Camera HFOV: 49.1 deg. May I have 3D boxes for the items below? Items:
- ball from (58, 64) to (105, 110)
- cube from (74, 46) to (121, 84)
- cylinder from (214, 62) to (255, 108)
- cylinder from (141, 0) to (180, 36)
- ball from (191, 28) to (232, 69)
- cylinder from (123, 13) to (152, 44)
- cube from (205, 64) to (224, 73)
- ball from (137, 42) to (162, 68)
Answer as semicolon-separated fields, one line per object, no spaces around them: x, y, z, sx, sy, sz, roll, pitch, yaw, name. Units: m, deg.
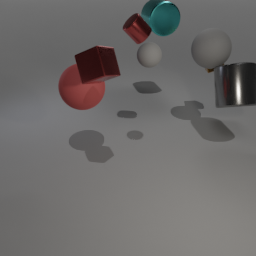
-1.391;-1.243;8.487;1.400;1.400;1.400;0;29;0;ball
-0.707;-1.470;6.599;0.700;0.700;0.700;-12;4;32;cube
3.713;-1.429;9.637;1.400;1.400;1.400;-4;3;0;cylinder
1.420;-4.919;12.425;1.400;1.400;1.400;-6;31;-12;cylinder
2.981;-2.843;10.042;1.400;1.400;1.400;0;29;0;ball
0.301;-3.247;9.172;0.700;0.700;0.700;-33;36;28;cylinder
3.507;-2.771;11.566;0.700;0.700;0.700;-17;21;12;cube
0.597;-2.053;7.877;0.700;0.700;0.700;0;29;0;ball
